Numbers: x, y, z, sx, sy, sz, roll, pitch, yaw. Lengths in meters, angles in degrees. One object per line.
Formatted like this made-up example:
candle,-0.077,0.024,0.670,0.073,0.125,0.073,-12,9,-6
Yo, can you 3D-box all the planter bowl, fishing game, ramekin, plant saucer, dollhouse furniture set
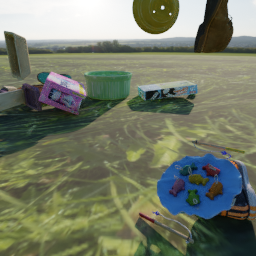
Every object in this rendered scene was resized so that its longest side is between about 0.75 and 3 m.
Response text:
planter bowl,0.901,-3.422,7.994,1.480,1.480,0.617,-4,22,-13
fishing game,1.107,0.861,4.515,1.393,0.302,1.945,15,48,44
ramekin,-0.938,-2.076,13.429,2.268,1.108,2.268,0,18,0
plant saucer,-4.125,-1.642,13.115,2.802,0.512,2.802,-1,18,0
dollhouse furniture set,-4.874,-1.974,10.231,2.352,2.968,2.107,23,34,39

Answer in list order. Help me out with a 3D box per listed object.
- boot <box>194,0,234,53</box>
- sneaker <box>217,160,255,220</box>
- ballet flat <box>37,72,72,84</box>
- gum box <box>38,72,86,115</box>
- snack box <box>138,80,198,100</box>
boot,3.007,-3.603,9.104,1.081,2.864,1.054,7,60,2
sneaker,1.618,0.968,4.882,0.856,0.592,1.527,4,18,8
ballet flat,-4.475,-2.891,16.744,2.262,0.769,0.774,-3,6,-42
gum box,-2.512,-1.396,10.907,1.475,0.859,2.599,21,12,-16
snack box,1.845,-1.819,13.351,2.533,0.470,1.472,-8,19,-7
